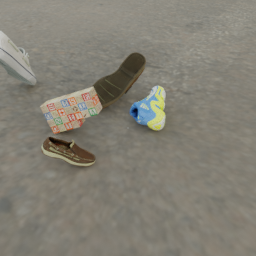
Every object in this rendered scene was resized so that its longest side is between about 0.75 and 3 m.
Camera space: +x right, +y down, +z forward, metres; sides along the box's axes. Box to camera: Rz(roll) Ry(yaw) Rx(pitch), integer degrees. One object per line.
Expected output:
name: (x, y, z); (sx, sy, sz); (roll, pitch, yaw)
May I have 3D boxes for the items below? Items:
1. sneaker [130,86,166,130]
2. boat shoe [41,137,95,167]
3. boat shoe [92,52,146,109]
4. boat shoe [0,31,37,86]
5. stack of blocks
sneaker: (0.614, -0.774, 8.832); (1.059, 0.763, 2.015); (11, 37, -7)
boat shoe: (-1.419, 0.565, 6.970); (1.383, 0.512, 0.511); (16, 32, -22)
boat shoe: (-0.351, -1.443, 9.637); (2.622, 0.891, 0.943); (-42, 80, -15)
boat shoe: (-3.744, -2.288, 9.571); (1.004, 2.731, 0.912); (21, 81, 6)
stack of blocks: (-1.569, -0.491, 8.003); (1.575, 0.907, 0.461); (-14, 23, 18)
